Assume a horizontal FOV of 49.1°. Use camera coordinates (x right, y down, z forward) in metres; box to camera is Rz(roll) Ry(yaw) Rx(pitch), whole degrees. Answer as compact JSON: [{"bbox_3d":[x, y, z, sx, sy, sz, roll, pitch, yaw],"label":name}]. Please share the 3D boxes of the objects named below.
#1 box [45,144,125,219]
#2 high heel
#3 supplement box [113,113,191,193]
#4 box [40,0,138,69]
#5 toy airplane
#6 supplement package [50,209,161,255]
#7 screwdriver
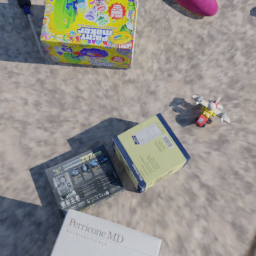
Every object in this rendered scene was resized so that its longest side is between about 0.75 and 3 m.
[{"bbox_3d":[-0.989,1.214,6.458,1.510,0.385,1.191,-24,71,-9],"label":"box"},{"bbox_3d":[1.765,-4.663,8.254,0.994,1.416,2.951,-26,70,-10],"label":"high heel"},{"bbox_3d":[0.495,0.588,6.451,1.275,0.857,1.277,-28,71,-11],"label":"supplement box"},{"bbox_3d":[-0.875,-2.838,7.286,2.196,1.340,2.115,5,81,-1],"label":"box"},{"bbox_3d":[2.076,-0.476,7.017,0.862,0.609,0.859,-4,67,-1],"label":"toy airplane"},{"bbox_3d":[-0.684,3.196,4.933,1.740,1.746,2.977,16,69,6],"label":"supplement package"},{"bbox_3d":[-2.873,-3.192,8.200,0.377,0.394,2.705,-21,66,-6],"label":"screwdriver"}]
